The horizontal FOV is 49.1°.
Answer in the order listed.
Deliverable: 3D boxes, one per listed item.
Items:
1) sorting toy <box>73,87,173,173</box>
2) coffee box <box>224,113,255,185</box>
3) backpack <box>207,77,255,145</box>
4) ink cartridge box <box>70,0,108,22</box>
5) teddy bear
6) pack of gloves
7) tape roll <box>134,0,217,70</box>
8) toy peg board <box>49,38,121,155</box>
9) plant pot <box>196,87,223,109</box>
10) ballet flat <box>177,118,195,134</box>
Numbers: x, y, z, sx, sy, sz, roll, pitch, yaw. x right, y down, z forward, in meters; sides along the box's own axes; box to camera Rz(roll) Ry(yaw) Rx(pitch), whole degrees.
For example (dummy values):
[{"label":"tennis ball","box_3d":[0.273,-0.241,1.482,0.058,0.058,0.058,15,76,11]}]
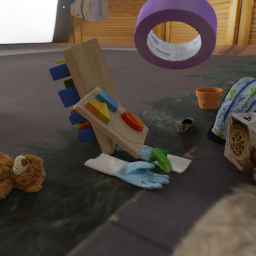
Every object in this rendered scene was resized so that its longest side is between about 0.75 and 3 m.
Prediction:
[{"label":"sorting toy","box_3d":[0.061,-0.006,6.660,2.572,0.379,1.901,39,21,-5]},{"label":"coffee box","box_3d":[3.159,0.549,6.436,0.856,1.212,2.145,-3,22,-8]},{"label":"backpack","box_3d":[3.329,-0.490,8.093,1.606,1.969,1.514,-13,28,-31]},{"label":"ink cartridge box","box_3d":[-1.470,-4.562,10.504,1.491,0.864,0.497,27,45,27]},{"label":"teddy bear","box_3d":[-2.920,0.975,6.059,2.118,0.707,1.535,3,23,8]},{"label":"pack of gloves","box_3d":[0.295,0.727,6.981,2.109,0.416,1.772,16,28,30]},{"label":"tape roll","box_3d":[1.743,-3.481,10.382,2.968,2.968,0.974,6,62,14]},{"label":"toy peg board","box_3d":[-1.368,-0.944,8.470,1.437,2.939,2.927,-16,19,13]},{"label":"plant pot","box_3d":[3.365,-1.222,11.628,1.060,0.742,1.060,-4,20,1]},{"label":"ballet flat","box_3d":[1.971,-0.143,9.504,0.429,0.295,1.275,12,24,28]}]
